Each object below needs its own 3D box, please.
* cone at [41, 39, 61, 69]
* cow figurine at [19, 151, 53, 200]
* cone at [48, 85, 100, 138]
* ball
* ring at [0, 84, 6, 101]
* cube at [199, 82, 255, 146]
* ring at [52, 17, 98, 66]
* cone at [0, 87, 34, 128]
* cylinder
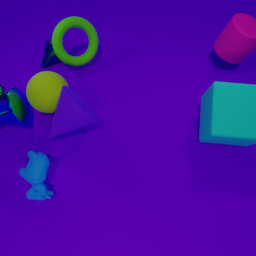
[{"bbox_3d":[-2.910,-2.563,10.336,0.974,0.974,0.977,38,88,25],"label":"cone"},{"bbox_3d":[-2.246,1.223,7.060,1.100,0.614,1.118,26,94,36],"label":"cow figurine"},{"bbox_3d":[-1.771,-0.199,7.888,1.415,1.410,1.410,-44,59,8],"label":"cone"},{"bbox_3d":[-2.463,-1.102,8.663,1.280,1.280,1.280,0,53,0],"label":"ball"},{"bbox_3d":[-4.313,-0.504,8.002,0.404,2.018,2.018,46,57,-17],"label":"ring"},{"bbox_3d":[2.803,-0.326,7.581,1.397,1.397,1.397,5,81,3],"label":"cube"},{"bbox_3d":[-1.804,-2.979,9.718,1.655,1.655,0.331,-28,32,-19],"label":"ring"},{"bbox_3d":[-3.763,-0.419,8.437,1.282,1.277,1.277,-19,53,6],"label":"cone"},{"bbox_3d":[3.755,-3.023,9.533,1.200,1.200,1.200,9,58,-14],"label":"cylinder"}]
